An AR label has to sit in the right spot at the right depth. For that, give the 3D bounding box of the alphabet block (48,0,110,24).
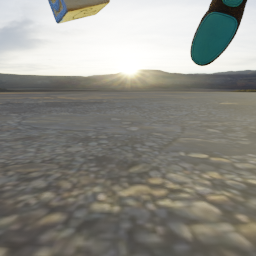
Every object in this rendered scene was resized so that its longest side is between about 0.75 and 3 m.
[{"bbox_3d":[-1.133,-2.941,5.986,1.029,1.011,1.005,-24,15,-22],"label":"alphabet block"}]

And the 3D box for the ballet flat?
[{"bbox_3d":[2.456,-3.013,7.122,0.990,2.918,1.056,22,30,8],"label":"ballet flat"}]
